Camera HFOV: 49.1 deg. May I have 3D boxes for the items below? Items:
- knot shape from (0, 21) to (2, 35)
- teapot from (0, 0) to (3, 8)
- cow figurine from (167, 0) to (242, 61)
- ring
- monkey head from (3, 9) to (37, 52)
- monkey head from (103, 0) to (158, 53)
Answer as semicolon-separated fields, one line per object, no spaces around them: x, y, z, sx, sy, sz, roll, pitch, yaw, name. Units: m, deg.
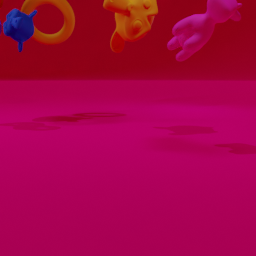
-3.961;-2.417;7.097;1.661;1.775;0.820;30;37;28;knot shape
-4.118;-3.824;8.046;1.012;2.066;1.285;-2;0;9;teapot
1.267;-1.704;4.689;1.112;0.620;1.130;-35;-5;-7;cow figurine
-2.571;-3.497;9.044;1.689;1.689;0.338;-3;41;-14;ring
-3.060;-2.915;8.098;0.968;1.345;0.810;24;2;44;monkey head
-0.009;-2.654;6.415;1.313;1.824;1.099;20;10;-24;monkey head
